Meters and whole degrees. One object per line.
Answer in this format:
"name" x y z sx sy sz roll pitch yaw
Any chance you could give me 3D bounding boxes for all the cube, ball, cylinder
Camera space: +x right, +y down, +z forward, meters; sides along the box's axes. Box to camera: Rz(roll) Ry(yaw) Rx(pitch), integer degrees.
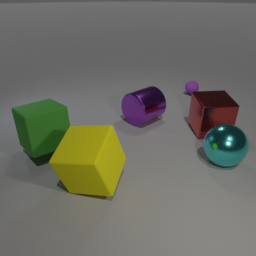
"cube" 3.315 -0.556 11.080 1.400 1.400 1.400 -3 32 -6
"cube" -2.852 -0.051 9.365 1.400 1.400 1.400 -20 27 -32
"ball" 3.174 0.556 9.107 1.400 1.400 1.400 0 28 0
"cylinder" 0.672 -0.955 11.944 1.400 1.400 1.400 -24 36 -39
"cube" -1.049 0.895 7.825 1.400 1.400 1.400 -1 43 22
"ball" 3.393 -2.159 14.844 0.700 0.700 0.700 0 28 0
